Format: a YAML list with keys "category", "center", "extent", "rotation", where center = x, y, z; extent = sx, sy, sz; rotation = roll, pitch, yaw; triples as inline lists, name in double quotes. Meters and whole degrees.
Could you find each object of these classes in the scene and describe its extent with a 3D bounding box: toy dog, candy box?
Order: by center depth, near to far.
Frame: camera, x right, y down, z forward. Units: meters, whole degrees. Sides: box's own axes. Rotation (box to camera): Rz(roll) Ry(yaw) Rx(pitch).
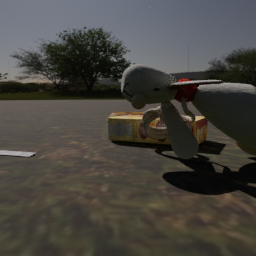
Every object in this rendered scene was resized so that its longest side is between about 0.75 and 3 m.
- category: "toy dog"
  center: [1.363, -0.108, 4.300]
  extent: [2.950, 1.946, 1.421]
  rotation: [-3, 45, 15]
- category: "candy box"
  center: [0.688, 0.006, 6.348]
  extent: [2.012, 0.556, 1.161]
  rotation: [3, 8, 26]

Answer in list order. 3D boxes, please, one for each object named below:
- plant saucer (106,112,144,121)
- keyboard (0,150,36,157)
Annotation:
- category: "plant saucer"
  center: [0.021, -0.462, 11.169]
  extent: [1.786, 0.316, 1.786]
  rotation: [0, 7, 0]
- category: "keyboard"
  center: [-1.999, 0.449, 4.911]
  extent: [0.756, 0.040, 0.213]
  rotation: [2, 7, 16]
